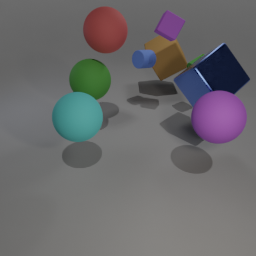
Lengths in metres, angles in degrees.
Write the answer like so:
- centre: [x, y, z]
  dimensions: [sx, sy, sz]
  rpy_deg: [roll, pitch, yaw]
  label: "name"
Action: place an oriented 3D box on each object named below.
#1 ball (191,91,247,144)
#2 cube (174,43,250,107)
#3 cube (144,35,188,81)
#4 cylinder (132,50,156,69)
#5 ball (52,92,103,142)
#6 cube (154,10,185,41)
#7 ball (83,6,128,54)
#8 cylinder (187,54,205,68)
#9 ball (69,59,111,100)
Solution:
- centre: [2.389, -0.284, 7.421]
  dimensions: [1.400, 1.400, 1.400]
  rpy_deg: [0, 32, 0]
  label: "ball"
- centre: [2.594, -1.524, 8.837]
  dimensions: [1.400, 1.400, 1.400]
  rpy_deg: [-39, 6, -16]
  label: "cube"
- centre: [1.708, -3.293, 12.663]
  dimensions: [1.400, 1.400, 1.400]
  rpy_deg: [-25, 38, 19]
  label: "cube"
- centre: [0.635, -2.721, 11.068]
  dimensions: [0.700, 0.700, 0.700]
  rpy_deg: [-15, 34, -41]
  label: "cylinder"
- centre: [-1.409, -0.305, 7.853]
  dimensions: [1.400, 1.400, 1.400]
  rpy_deg: [0, 32, 0]
  label: "ball"
- centre: [1.384, -3.408, 9.395]
  dimensions: [0.700, 0.700, 0.700]
  rpy_deg: [27, 11, -9]
  label: "cube"
- centre: [-0.709, -3.076, 8.841]
  dimensions: [1.400, 1.400, 1.400]
  rpy_deg: [0, 32, 0]
  label: "ball"
- centre: [2.712, -2.323, 10.604]
  dimensions: [0.700, 0.700, 0.700]
  rpy_deg: [-33, 40, -8]
  label: "cylinder"
- centre: [-1.273, -1.622, 9.456]
  dimensions: [1.400, 1.400, 1.400]
  rpy_deg: [0, 32, 0]
  label: "ball"
